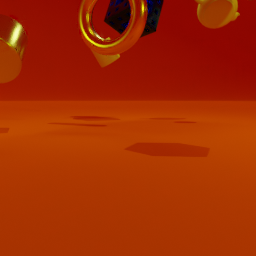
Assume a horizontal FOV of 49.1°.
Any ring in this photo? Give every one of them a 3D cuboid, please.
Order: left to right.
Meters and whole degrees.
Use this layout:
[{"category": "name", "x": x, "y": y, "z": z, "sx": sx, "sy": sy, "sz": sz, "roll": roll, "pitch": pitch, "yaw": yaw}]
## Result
[{"category": "ring", "x": -0.454, "y": -2.933, "z": 7.304, "sx": 2.036, "sy": 2.036, "sz": 0.407, "roll": 3, "pitch": 8, "yaw": 26}]

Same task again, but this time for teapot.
[{"category": "teapot", "x": 3.029, "y": -4.073, "z": 9.467, "sx": 2.071, "sy": 1.014, "sz": 1.288, "roll": 16, "pitch": -43, "yaw": -18}]

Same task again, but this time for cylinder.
[{"category": "cylinder", "x": -2.825, "y": -1.727, "z": 6.090, "sx": 1.108, "sy": 1.108, "sz": 1.108, "roll": -1, "pitch": 43, "yaw": -9}, {"category": "cylinder", "x": -0.894, "y": -2.979, "z": 11.081, "sx": 0.858, "sy": 0.858, "sz": 0.858, "roll": -28, "pitch": 18, "yaw": 10}]

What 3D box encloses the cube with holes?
[{"category": "cube with holes", "x": 0.202, "y": -3.917, "z": 9.354, "sx": 1.263, "sy": 1.263, "sz": 1.263, "roll": 27, "pitch": -20, "yaw": -38}]
